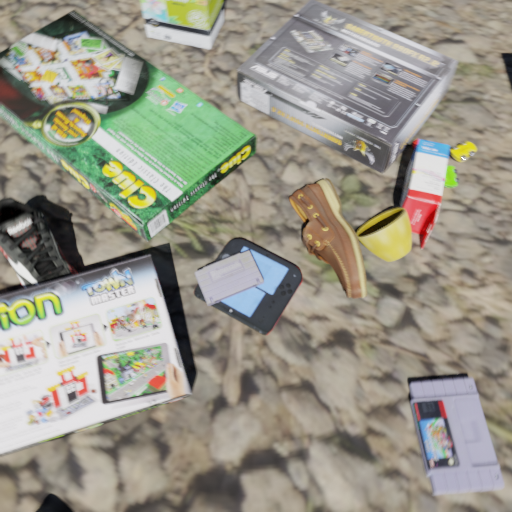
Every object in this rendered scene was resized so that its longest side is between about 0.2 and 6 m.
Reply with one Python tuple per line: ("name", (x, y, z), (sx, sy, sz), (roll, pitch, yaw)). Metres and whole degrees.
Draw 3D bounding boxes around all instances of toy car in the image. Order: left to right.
("toy car", (3.652, -1.734, 10.817), (1.219, 0.272, 1.147), (3, 59, 3))

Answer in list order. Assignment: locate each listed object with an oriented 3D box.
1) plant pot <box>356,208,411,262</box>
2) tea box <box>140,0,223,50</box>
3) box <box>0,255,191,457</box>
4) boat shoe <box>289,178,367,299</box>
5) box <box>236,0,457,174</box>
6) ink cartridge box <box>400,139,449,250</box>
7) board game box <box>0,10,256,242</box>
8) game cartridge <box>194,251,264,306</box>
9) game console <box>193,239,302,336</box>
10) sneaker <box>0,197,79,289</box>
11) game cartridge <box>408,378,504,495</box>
("plant pot", (2.292, -0.298, 9.658), (0.938, 0.938, 0.666), (-36, 102, -19))
("tea box", (-1.635, -5.646, 12.419), (1.573, 1.548, 1.051), (13, 60, 8))
("box", (-3.179, 1.596, 8.216), (4.020, 0.698, 2.212), (-15, 76, -9))
("boat shoe", (1.225, -0.255, 9.619), (0.839, 0.894, 2.484), (-16, 54, -2))
("box", (1.832, -3.630, 11.594), (3.594, 0.869, 2.846), (31, 64, 17))
("ink cartridge box", (2.944, -1.093, 10.000), (0.575, 0.994, 1.711), (15, 60, 9))
("board game box", (-3.027, -2.894, 11.325), (5.626, 0.660, 2.948), (39, 64, 21))
("game cartridge", (-0.457, 0.362, 9.402), (1.018, 0.195, 0.660), (-22, 61, -8))
("game console", (-0.106, 0.474, 9.507), (1.510, 0.234, 1.335), (27, 63, 16))
("sneaker", (-3.651, -0.022, 9.225), (0.872, 1.205, 2.468), (-33, 69, -21))
("game cartridge", (2.883, 2.608, 8.209), (1.028, 0.304, 1.586), (-2, 59, -6))
